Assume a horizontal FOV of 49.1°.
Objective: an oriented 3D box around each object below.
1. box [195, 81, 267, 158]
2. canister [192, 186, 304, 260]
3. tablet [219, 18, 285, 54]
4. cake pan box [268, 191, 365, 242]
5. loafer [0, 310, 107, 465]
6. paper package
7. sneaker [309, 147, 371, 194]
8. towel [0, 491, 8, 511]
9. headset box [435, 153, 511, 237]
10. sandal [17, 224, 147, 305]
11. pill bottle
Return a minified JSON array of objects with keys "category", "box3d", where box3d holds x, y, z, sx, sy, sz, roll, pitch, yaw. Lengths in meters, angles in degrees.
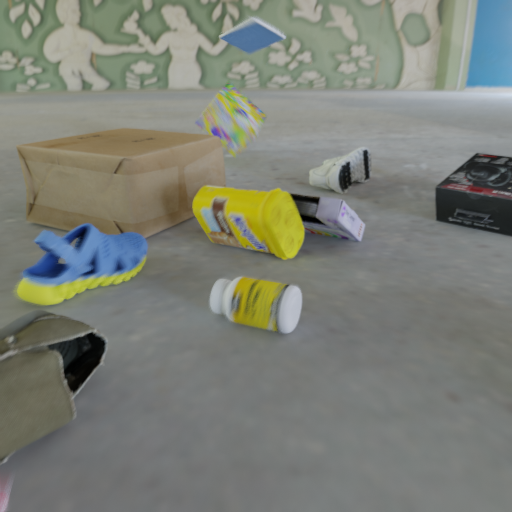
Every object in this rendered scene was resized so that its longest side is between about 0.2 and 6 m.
[{"category":"box","box3d":[-0.669,-3.796,15.578,1.484,0.905,1.429,40,40,-14]},{"category":"canister","box3d":[-0.137,-0.561,8.813,1.522,1.131,0.659,10,56,34]},{"category":"tablet","box3d":[-0.135,-6.516,16.656,1.226,0.129,1.884,16,-6,-35]},{"category":"cake pan box","box3d":[0.981,-0.660,9.228,1.308,0.372,1.421,9,-9,26]},{"category":"loafer","box3d":[-1.972,1.093,4.586,0.867,0.936,2.488,-1,20,9]},{"category":"paper package","box3d":[-2.493,-1.496,10.756,2.772,1.504,2.908,11,24,27]},{"category":"sneaker","box3d":[2.077,-2.085,13.415,0.950,0.881,2.344,3,18,33]},{"category":"towel","box3d":[-2.701,1.992,2.499,2.623,0.295,1.897,-2,35,-5]},{"category":"headset box","box3d":[4.409,-1.163,10.482,1.507,0.782,2.025,17,40,39]},{"category":"sandal","box3d":[-2.258,-0.036,7.627,0.809,0.887,2.036,19,24,26]},{"category":"pill bottle","box3d":[-0.011,0.552,6.587,0.989,0.556,0.556,8,22,23]}]
